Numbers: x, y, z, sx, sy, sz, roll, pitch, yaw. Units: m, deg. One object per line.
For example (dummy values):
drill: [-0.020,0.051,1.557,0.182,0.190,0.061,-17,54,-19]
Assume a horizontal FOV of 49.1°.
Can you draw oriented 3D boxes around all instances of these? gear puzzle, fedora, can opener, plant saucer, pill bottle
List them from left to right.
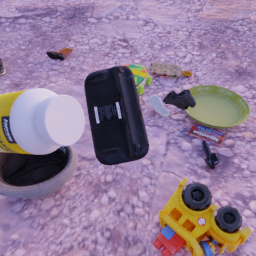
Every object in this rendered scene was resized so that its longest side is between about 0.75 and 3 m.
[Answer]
pill bottle: [-2.022,-0.119,5.704,2.309,1.294,1.294,-2,37,37]
fedora: [-2.886,1.307,8.508,2.707,1.222,2.394,-17,48,-24]
gear puzzle: [2.038,-2.686,13.331,2.044,0.268,1.059,8,43,3]
can opener: [2.777,0.905,9.567,0.484,0.390,1.231,-24,33,14]
plant saucer: [3.440,-0.819,11.213,2.690,0.418,2.690,2,43,-2]

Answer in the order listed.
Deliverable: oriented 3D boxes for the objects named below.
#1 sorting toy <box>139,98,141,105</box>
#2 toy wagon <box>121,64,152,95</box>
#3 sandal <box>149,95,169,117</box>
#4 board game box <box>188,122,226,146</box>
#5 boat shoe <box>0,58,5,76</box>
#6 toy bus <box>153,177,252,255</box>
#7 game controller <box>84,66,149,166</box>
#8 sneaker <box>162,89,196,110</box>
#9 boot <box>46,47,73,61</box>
sorting toy: [-0.262,-1.015,11.608,1.577,0.283,2.117,5,38,4]
toy wagon: [0.117,-2.375,12.764,1.930,0.492,2.488,21,47,20]
sandal: [1.231,-0.852,11.423,0.485,0.293,1.191,-28,62,-6]
board game box: [2.932,0.219,10.421,1.228,0.119,0.632,22,49,21]
boat shoe: [-6.298,-3.039,13.487,0.547,0.484,1.493,-21,48,-20]
toy bus: [1.711,2.649,7.165,2.084,1.414,2.000,36,68,28]
game controller: [-0.349,-0.395,7.413,1.412,0.570,2.707,-14,71,9]
sneaker: [0.906,-0.469,5.023,0.293,0.350,0.770,-49,23,-13]
boot: [-3.542,-3.974,14.530,1.038,0.378,1.103,10,45,11]
